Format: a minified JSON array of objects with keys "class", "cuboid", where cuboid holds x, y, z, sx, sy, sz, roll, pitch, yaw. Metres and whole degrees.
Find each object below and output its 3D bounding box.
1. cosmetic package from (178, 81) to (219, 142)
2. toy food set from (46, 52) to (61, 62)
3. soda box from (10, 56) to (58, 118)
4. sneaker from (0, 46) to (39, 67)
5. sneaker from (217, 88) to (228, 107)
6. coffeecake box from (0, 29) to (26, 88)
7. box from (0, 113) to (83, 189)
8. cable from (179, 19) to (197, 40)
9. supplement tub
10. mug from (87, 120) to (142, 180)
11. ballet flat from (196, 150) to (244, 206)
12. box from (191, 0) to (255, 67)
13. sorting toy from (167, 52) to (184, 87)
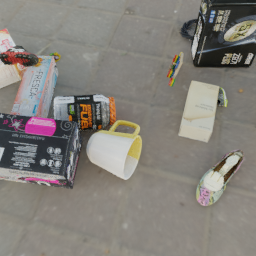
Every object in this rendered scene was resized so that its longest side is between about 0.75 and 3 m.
[{"class":"cosmetic package","cuboid":[2.425,-0.593,9.522,1.015,0.717,1.961,13,57,8]},{"class":"toy food set","cuboid":[-3.062,-2.821,11.222,0.450,0.250,0.764,39,65,22]},{"class":"soda box","cuboid":[-3.190,-1.248,9.791,0.882,0.949,2.774,3,58,2]},{"class":"sneaker","cuboid":[-3.612,-2.476,9.543,1.524,0.539,0.745,9,48,22]},{"class":"sneaker","cuboid":[3.332,-1.119,10.110,0.338,0.309,0.836,-6,56,0]},{"class":"coffeecake box","cuboid":[-5.364,-2.391,10.524,2.615,0.956,2.008,-27,61,-16]},{"class":"box","cuboid":[-2.783,0.710,8.171,2.548,1.462,1.684,6,65,4]},{"class":"cable","cuboid":[2.869,-4.241,12.127,1.137,0.354,1.394,17,61,16]},{"class":"supplement tub","cuboid":[-1.393,-0.504,9.135,1.901,1.165,1.165,-5,57,-9]},{"class":"mug","cuboid":[-0.400,0.641,8.555,1.381,1.348,1.683,15,25,20]},{"class":"ballet flat","cuboid":[2.738,1.349,8.249,0.730,0.751,2.111,37,65,24]},{"class":"box","cuboid":[3.692,-3.598,10.217,2.260,2.760,1.188,0,56,0]},{"class":"sorting toy","cuboid":[1.699,-2.267,10.188,0.298,0.849,1.761,22,39,-3]}]
